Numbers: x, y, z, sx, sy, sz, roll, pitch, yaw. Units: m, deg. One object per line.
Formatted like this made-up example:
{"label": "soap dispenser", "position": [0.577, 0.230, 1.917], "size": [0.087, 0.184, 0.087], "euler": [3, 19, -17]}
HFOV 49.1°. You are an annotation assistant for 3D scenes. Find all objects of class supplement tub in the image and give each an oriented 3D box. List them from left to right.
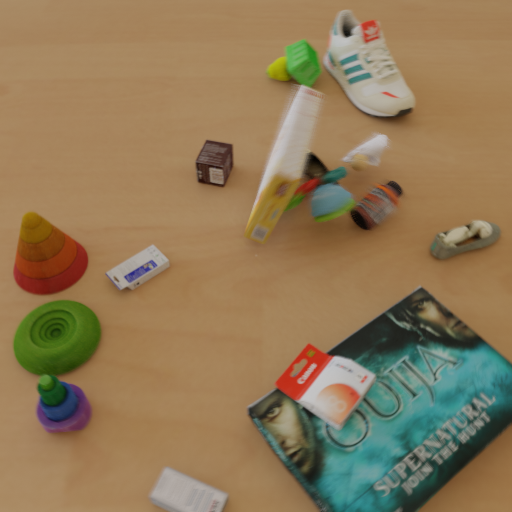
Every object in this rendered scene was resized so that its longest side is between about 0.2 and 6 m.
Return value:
{"label": "supplement tub", "position": [2.513, -1.074, 11.588], "size": [1.112, 0.595, 0.595], "euler": [-41, 60, -14]}

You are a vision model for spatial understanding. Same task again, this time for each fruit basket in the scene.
{"label": "fruit basket", "position": [0.989, -4.992, 14.929], "size": [1.361, 0.982, 1.361], "euler": [-30, 43, 33]}

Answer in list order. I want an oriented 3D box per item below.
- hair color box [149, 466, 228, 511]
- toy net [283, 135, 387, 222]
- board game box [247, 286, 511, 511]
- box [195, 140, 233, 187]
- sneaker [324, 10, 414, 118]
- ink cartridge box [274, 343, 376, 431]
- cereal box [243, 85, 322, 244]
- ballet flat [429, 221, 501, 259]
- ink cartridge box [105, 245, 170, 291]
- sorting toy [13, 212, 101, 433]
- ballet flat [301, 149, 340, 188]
{"label": "hair color box", "position": [-0.965, 3.511, 8.101], "size": [1.010, 0.306, 0.500], "euler": [18, 53, 15]}
{"label": "toy net", "position": [1.867, -1.664, 12.018], "size": [1.557, 0.573, 2.967], "euler": [-10, 26, 51]}
{"label": "board game box", "position": [2.193, 2.369, 8.885], "size": [3.931, 0.553, 2.659], "euler": [-30, 57, -23]}
{"label": "box", "position": [-0.920, -2.057, 12.479], "size": [0.645, 0.652, 0.786], "euler": [11, 51, 9]}
{"label": "sneaker", "position": [2.846, -4.949, 14.232], "size": [1.229, 1.632, 3.492], "euler": [-18, 52, -15]}
{"label": "ink cartridge box", "position": [1.066, 1.935, 8.701], "size": [1.249, 0.313, 1.013], "euler": [32, 56, 22]}
{"label": "cereal box", "position": [0.546, -1.850, 11.293], "size": [0.545, 1.984, 2.758], "euler": [21, 51, -6]}
{"label": "ballet flat", "position": [4.257, -0.409, 11.189], "size": [1.704, 0.543, 0.574], "euler": [-20, 52, -16]}
{"label": "ink cartridge box", "position": [-2.292, 0.272, 10.841], "size": [1.131, 0.222, 0.563], "euler": [-32, 58, -25]}
{"label": "sorting toy", "position": [-3.592, 0.814, 9.580], "size": [1.502, 1.492, 4.333], "euler": [-13, 51, -11]}
{"label": "ballet flat", "position": [1.362, -1.910, 12.488], "size": [0.616, 0.424, 1.827], "euler": [-17, 53, -17]}
